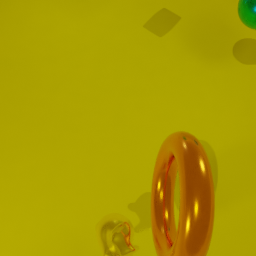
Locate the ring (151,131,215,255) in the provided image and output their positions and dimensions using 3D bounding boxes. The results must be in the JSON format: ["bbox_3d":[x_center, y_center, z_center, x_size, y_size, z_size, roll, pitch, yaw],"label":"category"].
[{"bbox_3d":[0.721,1.065,4.163,0.409,2.047,2.047,5,65,-7],"label":"ring"}]

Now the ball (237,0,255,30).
[{"bbox_3d":[2.991,-2.727,6.229,1.036,1.036,1.036,0,65,0],"label":"ball"}]

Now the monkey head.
[{"bbox_3d":[-0.315,1.918,4.750,0.925,1.285,0.775,-30,87,-25],"label":"monkey head"}]
